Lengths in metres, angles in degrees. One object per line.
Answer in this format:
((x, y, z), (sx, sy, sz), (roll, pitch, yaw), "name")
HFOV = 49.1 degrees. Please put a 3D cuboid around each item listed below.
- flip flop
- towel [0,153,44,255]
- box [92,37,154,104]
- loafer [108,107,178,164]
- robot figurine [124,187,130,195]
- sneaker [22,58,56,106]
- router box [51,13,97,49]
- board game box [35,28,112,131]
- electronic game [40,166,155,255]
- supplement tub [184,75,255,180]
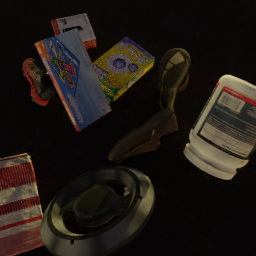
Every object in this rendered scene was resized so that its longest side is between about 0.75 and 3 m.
((1.384, -1.375, 8.228), (0.702, 2.437, 0.988), (-18, 60, -13), "flip flop")
((-3.309, 2.048, 7.395), (1.874, 0.296, 2.601), (-11, 64, -21), "towel")
((-0.376, -1.964, 9.540), (1.384, 0.570, 2.358), (40, 71, 14), "box")
((0.523, 0.346, 8.022), (2.395, 0.875, 0.850), (-35, 96, -9), "loafer")
((0.235, 1.842, 7.470), (0.474, 0.839, 0.711), (-25, 35, 24), "robot figurine")
((-2.864, -1.669, 9.222), (0.923, 0.668, 1.890), (-35, 64, 19), "sneaker")
((-2.000, -3.489, 10.306), (1.341, 0.365, 1.494), (-16, 61, -10), "router box")
((-1.499, -1.388, 8.151), (0.259, 2.660, 1.369), (-1, 28, 47), "board game box")
((-0.736, 1.879, 6.720), (2.837, 0.590, 2.837), (-15, 28, 8), "electronic game")
((2.687, -0.026, 7.408), (1.671, 1.671, 2.381), (30, 107, 15), "supplement tub")
